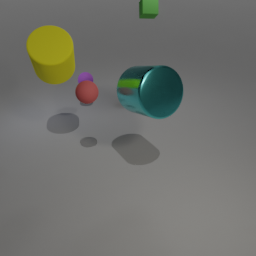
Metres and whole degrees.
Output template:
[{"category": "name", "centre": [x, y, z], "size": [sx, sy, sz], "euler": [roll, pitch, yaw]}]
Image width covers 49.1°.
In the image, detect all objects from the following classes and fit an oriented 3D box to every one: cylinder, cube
[{"category": "cylinder", "centre": [-2.463, -2.340, 9.143], "size": [1.400, 1.400, 1.400], "euler": [2, 74, -8]}, {"category": "cube", "centre": [0.883, -5.147, 12.026], "size": [0.700, 0.700, 0.700], "euler": [-2, 6, -9]}, {"category": "cylinder", "centre": [0.586, -1.038, 7.864], "size": [1.400, 1.400, 1.400], "euler": [-14, 17, -24]}]

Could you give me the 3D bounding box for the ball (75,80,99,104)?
[{"category": "ball", "centre": [-1.243, -1.085, 8.485], "size": [0.700, 0.700, 0.700], "euler": [0, 30, 0]}]

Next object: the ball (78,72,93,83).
[{"category": "ball", "centre": [-1.923, -2.179, 12.709], "size": [0.700, 0.700, 0.700], "euler": [0, 30, 0]}]
